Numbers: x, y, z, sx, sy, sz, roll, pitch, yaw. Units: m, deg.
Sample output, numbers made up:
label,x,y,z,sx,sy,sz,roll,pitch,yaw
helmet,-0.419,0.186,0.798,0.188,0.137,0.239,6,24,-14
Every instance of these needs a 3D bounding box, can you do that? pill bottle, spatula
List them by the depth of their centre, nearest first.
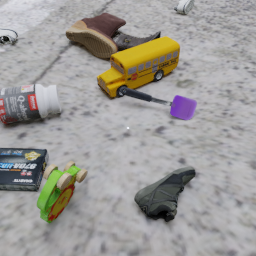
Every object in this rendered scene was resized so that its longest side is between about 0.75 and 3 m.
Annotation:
label,x,y,z,sx,sy,sz,roll,pitch,yaw
pill bottle,-2.712,-0.690,7.628,1.629,0.944,0.944,-9,46,-9
spatula,0.820,-0.771,7.874,2.200,0.226,0.622,16,89,7

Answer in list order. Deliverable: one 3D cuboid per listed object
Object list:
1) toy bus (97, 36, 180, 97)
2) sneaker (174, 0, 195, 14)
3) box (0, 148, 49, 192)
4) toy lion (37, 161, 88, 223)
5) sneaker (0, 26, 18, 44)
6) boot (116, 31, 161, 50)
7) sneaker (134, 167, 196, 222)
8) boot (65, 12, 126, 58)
label,x,y,z,sx,sy,sz,roll,pitch,yaw
toy bus,0.344,-1.941,8.793,2.683,1.050,0.873,-26,51,-23
sneaker,2.690,-5.826,13.054,0.624,0.592,1.550,14,45,27
box,-2.593,0.934,6.460,1.295,0.298,1.029,2,45,2
toy lion,-1.335,1.275,5.349,0.438,1.275,1.222,29,93,12
sneaker,-5.087,-3.539,10.767,1.578,0.603,0.635,2,54,4
boot,0.361,-3.318,10.520,1.421,0.565,1.632,24,52,21
sneaker,0.948,1.408,5.831,1.470,0.562,0.842,-26,52,-20
boot,-0.813,-3.697,10.605,2.659,0.962,2.212,31,54,31
